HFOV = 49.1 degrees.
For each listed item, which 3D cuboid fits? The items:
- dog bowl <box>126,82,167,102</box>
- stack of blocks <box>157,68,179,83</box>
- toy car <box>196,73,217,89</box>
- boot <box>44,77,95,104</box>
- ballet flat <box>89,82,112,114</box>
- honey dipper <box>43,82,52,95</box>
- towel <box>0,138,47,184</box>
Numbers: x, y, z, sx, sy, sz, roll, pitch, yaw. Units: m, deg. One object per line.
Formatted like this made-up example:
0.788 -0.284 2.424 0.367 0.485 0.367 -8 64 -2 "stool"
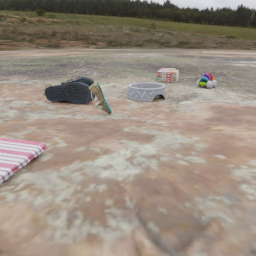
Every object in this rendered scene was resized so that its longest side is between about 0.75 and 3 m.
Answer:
0.790 -1.549 11.780 1.753 0.514 1.753 0 18 0 "dog bowl"
2.334 -3.041 16.032 1.089 0.554 1.891 5 19 14 "stack of blocks"
3.902 -2.350 13.819 0.926 0.695 0.811 -16 25 -39 "toy car"
-1.979 -1.644 11.774 2.058 0.820 2.497 6 15 12 "boot"
-0.915 -0.913 9.061 0.415 1.271 0.448 -23 36 2 "ballet flat"
-3.721 -1.772 12.840 0.302 0.302 1.592 -2 22 -6 "honey dipper"
-2.738 0.695 5.666 1.420 0.290 1.940 5 22 15 "towel"
